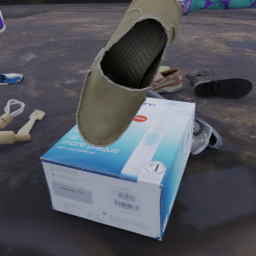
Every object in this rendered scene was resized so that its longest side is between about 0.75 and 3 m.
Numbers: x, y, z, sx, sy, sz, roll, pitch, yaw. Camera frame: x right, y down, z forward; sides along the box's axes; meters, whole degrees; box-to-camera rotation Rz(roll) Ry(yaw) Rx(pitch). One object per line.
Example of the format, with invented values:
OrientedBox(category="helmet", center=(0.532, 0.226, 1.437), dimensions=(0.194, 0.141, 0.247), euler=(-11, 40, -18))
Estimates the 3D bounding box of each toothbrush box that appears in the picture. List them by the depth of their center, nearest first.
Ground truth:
OrientedBox(category="toothbrush box", center=(0.051, 0.442, 5.321), dimensions=(1.992, 1.161, 2.722), euler=(10, 31, 19))

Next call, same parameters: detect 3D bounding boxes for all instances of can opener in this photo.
OrientedBox(category="can opener", center=(1.294, -0.176, 7.296), dimensions=(0.911, 0.727, 2.725), euler=(21, 15, -34))

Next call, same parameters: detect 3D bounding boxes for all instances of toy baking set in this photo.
OrientedBox(category="toy baking set", center=(-3.251, -0.236, 7.038), dimensions=(2.537, 0.295, 1.947), euler=(2, 35, -31))

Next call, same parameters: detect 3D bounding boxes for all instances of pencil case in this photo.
OrientedBox(category="pencil case", center=(2.677, -3.591, 7.254), dimensions=(2.573, 1.095, 1.189), euler=(-4, 29, 1))

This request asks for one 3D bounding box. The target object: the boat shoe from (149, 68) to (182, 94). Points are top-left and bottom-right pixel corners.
OrientedBox(category="boat shoe", center=(0.840, -1.605, 9.553), dimensions=(2.268, 0.814, 0.859), euler=(-15, 32, -25))

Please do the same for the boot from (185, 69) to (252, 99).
OrientedBox(category="boot", center=(3.107, -1.705, 9.853), dimensions=(2.070, 0.717, 1.802), euler=(1, 29, 7))

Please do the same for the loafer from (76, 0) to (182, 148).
OrientedBox(category="loafer", center=(-0.113, -0.495, 2.949), dimensions=(0.728, 1.916, 0.646), euler=(25, 30, -2))

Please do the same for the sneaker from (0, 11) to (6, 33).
OrientedBox(category="sneaker", center=(-3.569, -3.037, 7.371), dimensions=(0.354, 0.506, 1.017), euler=(-30, 70, -6))

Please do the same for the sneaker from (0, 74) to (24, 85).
OrientedBox(category="sneaker", center=(-4.498, -1.865, 10.569), dimensions=(1.081, 0.405, 0.469), euler=(-4, 21, -24))

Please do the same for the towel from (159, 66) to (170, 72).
OrientedBox(category="towel", center=(1.218, -2.366, 11.621), dimensions=(0.813, 0.200, 1.096), euler=(14, 32, 25))
